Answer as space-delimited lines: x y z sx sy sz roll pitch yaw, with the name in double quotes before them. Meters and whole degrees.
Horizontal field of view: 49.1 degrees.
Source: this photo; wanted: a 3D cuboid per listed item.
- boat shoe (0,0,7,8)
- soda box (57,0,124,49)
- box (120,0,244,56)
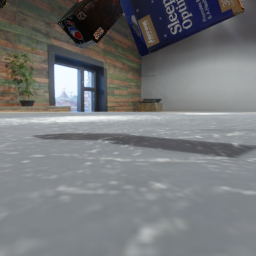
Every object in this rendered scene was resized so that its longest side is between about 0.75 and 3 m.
"boat shoe" -4.517 -4.462 9.876 0.401 0.474 1.331 21 -12 -40
"soda box" -0.495 -3.438 7.349 0.913 2.883 1.020 46 -20 -29
"box" 0.926 -2.556 5.792 2.436 1.476 0.395 -16 9 36
